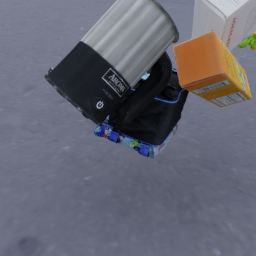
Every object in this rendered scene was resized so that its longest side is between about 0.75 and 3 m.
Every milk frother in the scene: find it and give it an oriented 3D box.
[{"bbox_3d":[-0.249,-0.731,2.879,1.114,1.069,1.184,-47,63,-1],"label":"milk frother"}]

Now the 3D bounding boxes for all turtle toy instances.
[{"bbox_3d":[3.469,-2.561,7.855,0.920,0.671,0.465,-43,58,-11],"label":"turtle toy"}]

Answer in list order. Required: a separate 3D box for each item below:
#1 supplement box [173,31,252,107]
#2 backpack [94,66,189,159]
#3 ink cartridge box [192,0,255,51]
[{"bbox_3d":[1.624,-0.941,5.095,0.761,0.736,2.214,-15,-12,30],"label":"supplement box"},{"bbox_3d":[-0.046,-0.628,5.423,2.174,1.463,1.985,21,27,14],"label":"backpack"},{"bbox_3d":[2.469,-2.683,5.957,2.172,1.591,0.899,-38,70,-4],"label":"ink cartridge box"}]
